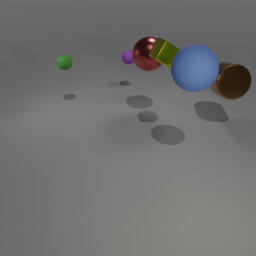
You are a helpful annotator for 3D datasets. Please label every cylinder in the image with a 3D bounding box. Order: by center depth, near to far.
[{"bbox_3d":[4.140,-1.981,11.595,1.400,1.400,1.400,0,17,0],"label":"cylinder"}]

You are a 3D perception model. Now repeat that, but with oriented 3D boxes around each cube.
[{"bbox_3d":[1.267,-2.614,9.712,0.700,0.700,0.700,23,19,-26],"label":"cube"}]

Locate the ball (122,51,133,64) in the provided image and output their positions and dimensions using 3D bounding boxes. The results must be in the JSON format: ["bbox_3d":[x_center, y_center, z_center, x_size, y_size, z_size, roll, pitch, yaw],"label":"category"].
[{"bbox_3d":[0.019,-3.693,14.685,0.700,0.700,0.700,0,32,0],"label":"ball"}]

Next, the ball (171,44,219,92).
[{"bbox_3d":[2.006,-1.792,8.442,1.400,1.400,1.400,0,32,0],"label":"ball"}]

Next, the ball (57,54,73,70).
[{"bbox_3d":[-2.854,-2.970,12.664,0.700,0.700,0.700,0,32,0],"label":"ball"}]

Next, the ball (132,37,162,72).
[{"bbox_3d":[0.862,-3.051,11.597,1.400,1.400,1.400,0,32,0],"label":"ball"}]
